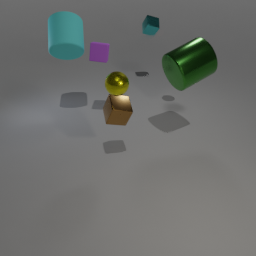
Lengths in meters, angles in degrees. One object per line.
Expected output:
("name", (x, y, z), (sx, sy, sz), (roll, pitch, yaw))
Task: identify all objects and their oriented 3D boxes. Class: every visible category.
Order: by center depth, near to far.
("ball", (-0.315, -1.266, 8.009), (0.700, 0.700, 0.700), (0, 31, 0))
("cube", (-0.337, -0.572, 8.969), (0.700, 0.700, 0.700), (4, 50, -24))
("cylinder", (2.130, -2.225, 9.792), (1.400, 1.400, 1.400), (-30, 38, -10))
("cube", (-1.147, -3.059, 11.290), (0.700, 0.700, 0.700), (7, 20, -1))
("cylinder", (-2.507, -3.700, 11.343), (1.400, 1.400, 1.400), (-5, -13, -1))
("cube", (1.214, -5.465, 14.978), (0.700, 0.700, 0.700), (8, 67, -20))
